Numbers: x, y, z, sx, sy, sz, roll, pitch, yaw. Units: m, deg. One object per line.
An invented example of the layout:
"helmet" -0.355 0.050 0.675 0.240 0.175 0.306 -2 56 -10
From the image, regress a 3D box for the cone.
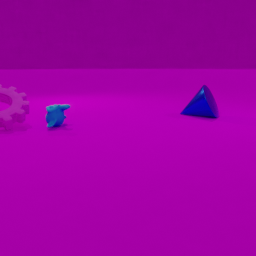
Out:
"cone" 2.272 -0.688 9.482 1.170 1.166 1.166 -23 0 30

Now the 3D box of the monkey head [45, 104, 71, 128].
"monkey head" -1.926 -0.353 7.819 0.729 0.611 1.014 -7 14 13

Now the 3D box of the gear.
"gear" -3.692 -0.586 7.739 1.804 0.334 1.804 9 38 -7
